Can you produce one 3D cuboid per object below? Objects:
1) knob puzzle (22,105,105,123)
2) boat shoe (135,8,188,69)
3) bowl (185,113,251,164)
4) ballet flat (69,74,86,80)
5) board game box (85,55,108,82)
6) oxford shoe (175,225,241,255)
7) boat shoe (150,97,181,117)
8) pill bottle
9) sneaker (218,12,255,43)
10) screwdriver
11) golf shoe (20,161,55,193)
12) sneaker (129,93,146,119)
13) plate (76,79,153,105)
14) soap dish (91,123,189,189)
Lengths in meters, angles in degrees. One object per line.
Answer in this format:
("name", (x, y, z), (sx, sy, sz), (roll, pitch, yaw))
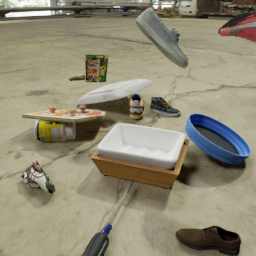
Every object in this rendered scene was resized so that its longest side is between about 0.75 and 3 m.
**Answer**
("knob puzzle", (-2.154, -0.669, 11.028), (3.159, 0.438, 3.159), (0, 9, 0))
("boat shoe", (1.430, -3.292, 10.196), (0.911, 2.557, 0.892), (-46, 9, 3))
("bowl", (2.868, 0.329, 9.117), (2.236, 0.439, 2.236), (21, 28, -12))
("ballet flat", (-3.019, -3.030, 16.543), (1.008, 0.318, 0.346), (-5, 28, -9))
("board game box", (-1.273, -2.347, 11.239), (0.884, 1.688, 0.198), (-3, 67, -8))
("oxford shoe", (1.715, 2.294, 6.019), (1.362, 0.575, 0.495), (3, 29, 9))
("boat shoe", (1.617, -0.940, 12.149), (1.428, 0.648, 0.505), (13, 30, 23))
("pill bottle", (-2.598, 0.083, 10.065), (1.336, 0.764, 0.764), (0, 27, -1))
("sneaker", (3.296, -2.504, 7.260), (0.768, 0.903, 2.083), (-40, 27, -27))
("screwdriver", (-0.304, 2.131, 6.545), (0.426, 0.408, 2.925), (38, 35, 5))
("golf shoe", (-2.483, 1.483, 7.763), (0.635, 0.556, 1.441), (-34, 35, -22))
("sneaker", (0.423, -1.171, 12.292), (0.768, 0.924, 2.050), (0, 27, -1))
("plate", (-0.633, -1.764, 13.059), (2.777, 0.449, 2.771), (-2, 19, 40))
("soap dish", (0.440, 0.784, 8.433), (2.500, 1.015, 1.967), (9, 29, 17))
